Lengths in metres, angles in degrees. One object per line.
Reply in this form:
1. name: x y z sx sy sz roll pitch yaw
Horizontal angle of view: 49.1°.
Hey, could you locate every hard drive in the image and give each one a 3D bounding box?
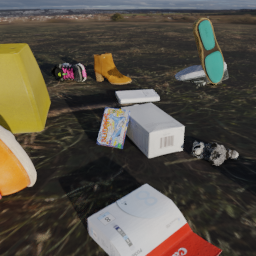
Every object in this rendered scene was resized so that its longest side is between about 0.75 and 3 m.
1. hard drive: 0.391 -1.414 12.436 1.755 0.234 1.158 -5 26 -10

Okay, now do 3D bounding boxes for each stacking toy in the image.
1. stacking toy: -3.481 1.220 5.765 1.971 1.971 2.698 19 48 34

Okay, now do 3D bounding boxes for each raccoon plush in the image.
1. raccoon plush: 2.394 0.738 7.957 1.233 0.597 0.826 21 -3 -31

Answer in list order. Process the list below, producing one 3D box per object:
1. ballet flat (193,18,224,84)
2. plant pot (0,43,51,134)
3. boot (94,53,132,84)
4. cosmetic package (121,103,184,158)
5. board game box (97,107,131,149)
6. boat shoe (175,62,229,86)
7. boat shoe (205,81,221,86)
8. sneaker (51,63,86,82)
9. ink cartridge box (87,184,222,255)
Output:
1. ballet flat: 1.668 -1.600 5.824 0.470 1.370 0.432 -21 22 -3
2. plant pot: -4.546 -1.543 10.012 2.934 2.588 2.934 -4 27 -8
3. boot: -0.821 -3.090 14.452 2.080 1.489 0.732 9 28 17
4. cosmetic package: 0.688 -0.015 8.842 1.209 0.869 2.143 -10 26 -19
5. board game box: -0.439 -0.014 8.614 0.808 1.193 0.206 8 -11 18
6. boat shoe: 2.395 -1.684 9.243 1.839 0.652 0.663 1 39 47
7. boat shoe: 4.287 -2.278 14.136 1.078 0.325 0.384 -1 -20 -23
8. sneaker: -3.185 -2.872 14.690 1.126 0.950 2.575 -23 30 -37
9. ink cartridge box: 0.459 1.962 5.189 1.608 0.475 2.009 -21 31 -37
